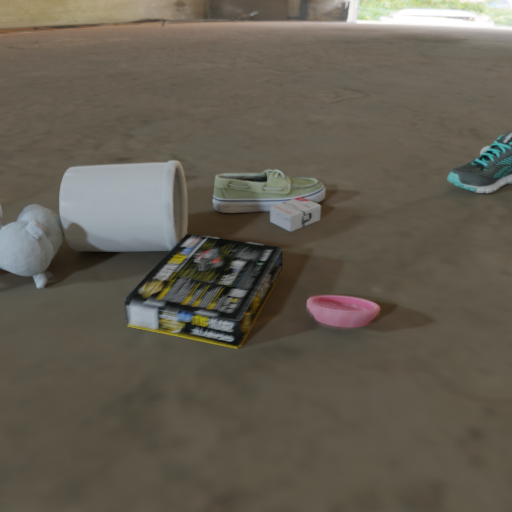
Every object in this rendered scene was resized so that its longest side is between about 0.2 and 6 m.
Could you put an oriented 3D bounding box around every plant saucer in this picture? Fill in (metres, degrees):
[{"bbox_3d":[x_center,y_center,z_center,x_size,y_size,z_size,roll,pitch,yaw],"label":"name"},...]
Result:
[{"bbox_3d":[1.296,0.833,8.398,1.076,0.273,1.076,4,9,-1],"label":"plant saucer"}]

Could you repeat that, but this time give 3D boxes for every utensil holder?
[{"bbox_3d":[-2.373,-0.896,10.334,1.992,1.692,1.692,0,29,1],"label":"utensil holder"}]

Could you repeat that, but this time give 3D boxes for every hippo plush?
[{"bbox_3d":[-4.334,-0.461,9.303,1.954,1.936,2.431,3,28,6],"label":"hippo plush"}]

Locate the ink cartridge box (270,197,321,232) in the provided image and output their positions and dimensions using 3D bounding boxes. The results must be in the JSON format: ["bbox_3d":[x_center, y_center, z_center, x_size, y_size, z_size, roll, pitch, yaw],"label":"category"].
[{"bbox_3d":[0.809,-0.878,11.679,0.883,0.368,0.641,-22,36,-35],"label":"ink cartridge box"}]

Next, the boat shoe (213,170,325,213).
[{"bbox_3d":[0.320,-1.472,12.311,2.574,0.798,0.927,-8,30,-15],"label":"boat shoe"}]

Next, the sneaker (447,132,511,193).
[{"bbox_3d":[5.755,-2.314,13.353,2.806,1.280,1.089,-14,32,-23],"label":"sneaker"}]

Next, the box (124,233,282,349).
[{"bbox_3d":[-0.742,0.456,9.050,1.828,0.565,2.290,7,30,16],"label":"box"}]

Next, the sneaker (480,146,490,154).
[{"bbox_3d":[6.548,-2.567,14.604,1.378,0.541,0.547,19,38,11],"label":"sneaker"}]
